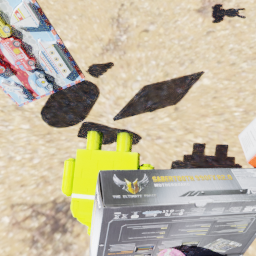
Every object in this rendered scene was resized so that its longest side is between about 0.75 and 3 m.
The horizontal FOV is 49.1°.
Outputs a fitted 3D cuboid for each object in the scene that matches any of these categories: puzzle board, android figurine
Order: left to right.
[{"bbox_3d":[-2.005,-1.370,5.185,1.628,2.161,0.188,-20,47,10],"label":"puzzle board"},{"bbox_3d":[-0.382,0.987,4.966,1.687,0.380,1.853,1,82,11],"label":"android figurine"}]

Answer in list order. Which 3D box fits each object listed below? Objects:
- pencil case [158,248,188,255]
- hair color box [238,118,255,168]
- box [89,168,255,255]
[{"bbox_3d":[0.393,1.876,3.145,0.492,1.136,0.470,-22,94,30],"label":"pencil case"},{"bbox_3d":[3.602,-0.357,5.620,0.871,1.444,2.845,35,115,-1],"label":"hair color box"},{"bbox_3d":[0.665,1.372,3.893,2.293,1.816,0.554,1,39,-12],"label":"box"}]
